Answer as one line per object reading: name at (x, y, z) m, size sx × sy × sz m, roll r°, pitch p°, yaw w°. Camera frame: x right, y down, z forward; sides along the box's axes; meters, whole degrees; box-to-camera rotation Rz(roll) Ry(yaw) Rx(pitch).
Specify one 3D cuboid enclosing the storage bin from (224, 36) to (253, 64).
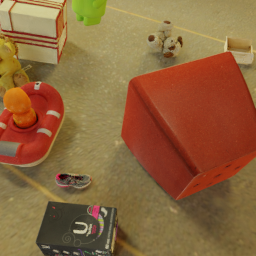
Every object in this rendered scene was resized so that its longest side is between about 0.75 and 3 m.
storage bin at (4.835, -3.395, 12.227) m, size 1.192 × 0.563 × 1.201 m, roll 10°, pitch 49°, yaw 10°

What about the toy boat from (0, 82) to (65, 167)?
toy boat at (-3.192, -0.420, 8.628) m, size 1.956 × 1.959 × 2.997 m, roll 7°, pitch 49°, yaw 6°

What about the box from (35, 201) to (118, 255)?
box at (-1.157, 2.491, 6.739) m, size 1.723 × 0.914 × 1.053 m, roll 4°, pitch 48°, yaw 4°

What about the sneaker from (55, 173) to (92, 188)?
sneaker at (-1.555, 1.481, 7.999) m, size 1.028 × 0.384 × 0.414 m, roll -4°, pitch 48°, yaw -4°

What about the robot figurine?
robot figurine at (-1.257, -4.507, 9.357) m, size 1.153 × 1.994 × 1.749 m, roll -25°, pitch 53°, yaw -37°

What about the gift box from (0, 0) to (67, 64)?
gift box at (-4.002, -4.375, 11.959) m, size 2.507 × 2.477 × 2.684 m, roll 7°, pitch 44°, yaw -5°

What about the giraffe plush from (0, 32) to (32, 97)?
giraffe plush at (-4.713, -2.539, 10.620) m, size 1.925 × 1.809 × 2.231 m, roll 18°, pitch 51°, yaw 15°

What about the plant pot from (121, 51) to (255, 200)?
plant pot at (1.755, 0.185, 7.653) m, size 2.998 × 2.995 × 2.642 m, roll -18°, pitch 63°, yaw -15°

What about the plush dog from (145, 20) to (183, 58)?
plush dog at (1.654, -3.649, 12.259) m, size 1.380 × 1.289 × 1.607 m, roll 37°, pitch 69°, yaw 8°
